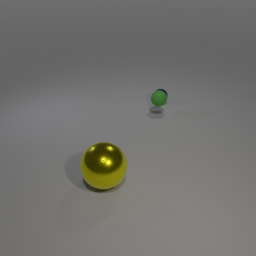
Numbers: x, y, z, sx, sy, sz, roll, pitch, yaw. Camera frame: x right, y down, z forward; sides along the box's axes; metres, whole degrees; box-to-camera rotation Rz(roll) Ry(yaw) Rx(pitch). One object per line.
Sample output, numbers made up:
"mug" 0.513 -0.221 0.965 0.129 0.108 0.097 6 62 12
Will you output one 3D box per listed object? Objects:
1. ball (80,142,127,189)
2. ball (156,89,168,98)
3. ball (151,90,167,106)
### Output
"ball" -0.714 1.106 8.300 1.400 1.400 1.400 0 31 0
"ball" 1.566 -1.535 13.458 0.700 0.700 0.700 0 31 0
"ball" 1.352 -1.292 12.261 0.700 0.700 0.700 0 31 0
